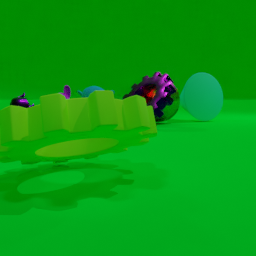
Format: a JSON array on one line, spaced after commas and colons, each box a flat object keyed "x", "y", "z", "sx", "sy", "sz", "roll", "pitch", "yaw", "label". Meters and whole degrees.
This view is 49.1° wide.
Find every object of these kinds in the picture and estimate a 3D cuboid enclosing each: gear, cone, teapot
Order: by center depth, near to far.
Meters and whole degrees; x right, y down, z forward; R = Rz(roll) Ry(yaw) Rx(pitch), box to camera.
[{"x": -0.511, "y": 0.068, "z": 2.783, "sx": 1.552, "sy": 0.287, "sz": 1.552, "roll": -9, "pitch": -13, "yaw": -2, "label": "gear"}, {"x": 0.493, "y": -0.776, "z": 7.583, "sx": 1.685, "sy": 1.685, "sz": 0.312, "roll": 8, "pitch": -29, "yaw": 51, "label": "gear"}, {"x": 0.653, "y": -0.625, "z": 8.188, "sx": 1.482, "sy": 1.482, "sz": 1.487, "roll": 2, "pitch": 21, "yaw": 20, "label": "cone"}, {"x": -3.178, "y": -0.602, "z": 8.536, "sx": 0.659, "sy": 0.837, "sz": 1.347, "roll": -23, "pitch": 56, "yaw": -15, "label": "teapot"}, {"x": 2.210, "y": -1.003, "z": 10.056, "sx": 1.629, "sy": 1.629, "sz": 1.635, "roll": -3, "pitch": -1, "yaw": -24, "label": "cone"}]

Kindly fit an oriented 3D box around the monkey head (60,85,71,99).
[{"x": -2.099, "y": -0.640, "z": 9.170, "sx": 1.006, "sy": 1.398, "sz": 0.842, "roll": 23, "pitch": 15, "yaw": -46, "label": "monkey head"}]

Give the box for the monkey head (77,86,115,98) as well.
[{"x": -1.309, "y": -1.099, "z": 11.207, "sx": 1.595, "sy": 0.961, "sz": 1.148, "roll": 2, "pitch": -30, "yaw": 16, "label": "monkey head"}]
